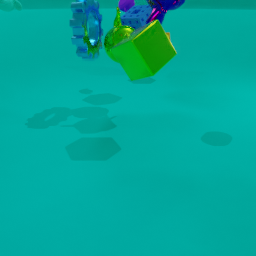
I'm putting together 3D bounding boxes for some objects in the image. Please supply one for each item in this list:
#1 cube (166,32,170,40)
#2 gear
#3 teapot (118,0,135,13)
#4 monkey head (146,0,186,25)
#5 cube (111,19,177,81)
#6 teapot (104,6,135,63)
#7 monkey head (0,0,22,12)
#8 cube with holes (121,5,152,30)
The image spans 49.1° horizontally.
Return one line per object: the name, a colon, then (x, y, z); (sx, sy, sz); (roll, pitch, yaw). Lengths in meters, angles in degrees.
cube: (1.480, -3.736, 12.781); (0.844, 0.844, 0.844); (-2, 70, 4)
gear: (-1.173, -2.939, 8.253); (0.340, 1.836, 1.836); (4, 26, 13)
teapot: (-0.016, -4.670, 10.544); (0.662, 0.521, 1.065); (-20, 53, 36)
monkey head: (0.787, -3.393, 7.384); (1.801, 1.296, 1.086); (7, 38, -34)
cube: (0.365, -1.760, 6.465); (0.916, 0.916, 0.916); (-45, 23, -23)
teapot: (-0.142, -2.731, 8.763); (1.209, 1.944, 0.952); (-16, 1, -16)
monkey head: (-3.833, -4.098, 8.691); (1.194, 0.859, 0.719); (33, 21, 20)
cube with holes: (0.426, -3.680, 9.895); (0.908, 0.908, 0.908); (17, 55, 39)
